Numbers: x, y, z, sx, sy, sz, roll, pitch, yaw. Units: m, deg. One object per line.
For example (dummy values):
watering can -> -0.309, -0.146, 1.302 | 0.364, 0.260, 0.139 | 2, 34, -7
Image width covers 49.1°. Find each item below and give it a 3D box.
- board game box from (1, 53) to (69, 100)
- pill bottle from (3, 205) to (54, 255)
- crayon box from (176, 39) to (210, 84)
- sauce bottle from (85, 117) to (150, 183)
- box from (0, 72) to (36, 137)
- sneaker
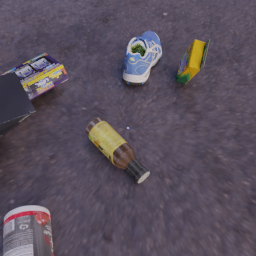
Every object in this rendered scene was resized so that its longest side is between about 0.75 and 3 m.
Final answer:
board game box -> -2.714, -1.349, 7.749 | 1.739, 0.493, 1.438 | -33, 42, -16
pill bottle -> -1.783, 2.279, 5.031 | 0.859, 0.859, 1.552 | -11, 52, -9
crayon box -> 1.797, -1.888, 7.937 | 0.348, 1.351, 0.849 | 17, 77, -7
sauce bottle -> -0.258, 0.520, 6.610 | 0.602, 0.602, 1.860 | -34, 62, -24
box -> -3.264, -0.207, 5.893 | 1.713, 1.881, 0.979 | -30, 95, -49
sneaker -> 0.524, -2.420, 8.739 | 0.976, 0.992, 2.577 | 10, 47, 10
